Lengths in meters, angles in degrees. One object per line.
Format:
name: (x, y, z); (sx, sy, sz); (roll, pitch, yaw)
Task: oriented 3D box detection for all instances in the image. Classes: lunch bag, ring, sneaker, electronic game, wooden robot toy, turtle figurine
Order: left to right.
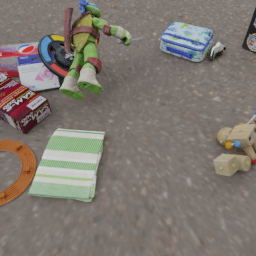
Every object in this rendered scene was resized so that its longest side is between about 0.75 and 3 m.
ring: (-3.401, 1.082, 7.166); (2.033, 0.195, 2.033); (0, 50, 1)
electronic game: (-2.086, -2.357, 9.388); (1.918, 0.399, 1.918); (24, 47, -29)
turtle figurine: (-0.850, -2.177, 8.651); (2.073, 2.881, 2.794); (7, 70, 15)
lunch bag: (2.191, -3.248, 10.507); (1.802, 0.743, 1.448); (25, 57, 21)
sneaker: (3.303, -2.814, 10.357); (0.425, 0.396, 1.072); (30, 56, 18)
wooden robot toy: (2.845, 0.430, 7.479); (1.106, 1.074, 2.438); (1, 38, 51)

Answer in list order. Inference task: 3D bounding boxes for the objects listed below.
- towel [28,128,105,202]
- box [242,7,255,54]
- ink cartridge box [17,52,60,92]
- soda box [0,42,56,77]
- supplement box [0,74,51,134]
towel: (-1.487, 0.882, 7.318); (1.570, 0.241, 2.059); (5, 51, 4)
box: (5.358, -3.234, 9.757); (0.507, 1.836, 2.292); (-37, 59, -28)
ink cartridge box: (-2.914, -1.822, 9.105); (1.181, 1.203, 0.260); (-12, 8, -9)
soda box: (-3.779, -2.332, 9.627); (2.449, 0.857, 0.776); (-8, 50, -7)
supplement box: (-3.464, -0.773, 8.456); (2.042, 0.622, 1.111); (28, 56, 21)
